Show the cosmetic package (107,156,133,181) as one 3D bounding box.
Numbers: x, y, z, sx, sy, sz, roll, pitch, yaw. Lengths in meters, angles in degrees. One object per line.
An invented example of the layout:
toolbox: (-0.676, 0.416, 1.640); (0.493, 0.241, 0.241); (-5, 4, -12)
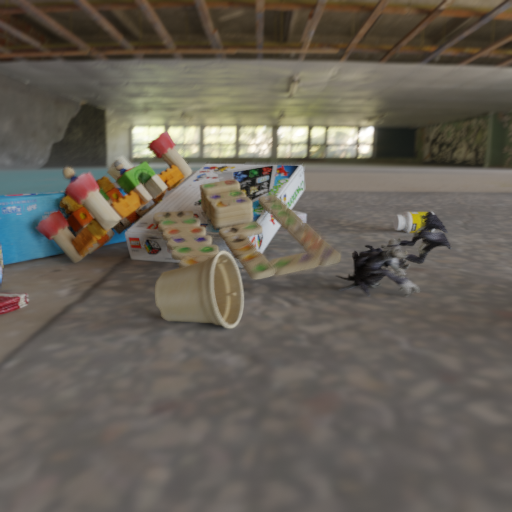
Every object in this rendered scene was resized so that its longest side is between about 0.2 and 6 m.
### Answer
cosmetic package: (-2.875, -1.751, 12.651); (0.326, 0.918, 0.483); (-32, 25, 25)

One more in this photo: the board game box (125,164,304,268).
board game box: (-0.635, -0.979, 11.404); (2.410, 0.661, 3.818); (4, 29, 19)

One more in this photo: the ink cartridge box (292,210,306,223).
ink cartridge box: (0.667, -1.109, 15.478); (0.874, 0.307, 1.465); (-5, 15, -23)

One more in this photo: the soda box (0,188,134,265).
soda box: (-4.027, -0.666, 11.022); (1.108, 1.171, 3.453); (5, 12, 34)

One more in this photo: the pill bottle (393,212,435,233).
pill bottle: (3.803, -0.805, 13.469); (0.913, 0.508, 0.508); (-1, 12, -5)

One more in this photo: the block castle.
block castle: (-2.635, -1.212, 10.354); (1.808, 1.269, 2.706); (-35, 8, 40)

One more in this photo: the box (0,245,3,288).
box: (-4.741, 0.290, 7.240); (2.657, 0.660, 2.637); (-6, 10, -22)

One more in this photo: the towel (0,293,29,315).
towel: (-3.800, 0.708, 6.870); (1.192, 0.188, 1.655); (1, 10, 17)

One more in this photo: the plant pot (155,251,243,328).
plant pot: (-0.709, 0.443, 6.711); (0.836, 0.913, 0.913); (-8, 8, 20)

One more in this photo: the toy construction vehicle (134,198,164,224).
toy construction vehicle: (-2.681, -1.159, 13.393); (0.919, 0.372, 1.055); (-19, 46, 5)

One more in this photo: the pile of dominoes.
pile of dominoes: (-0.324, -0.516, 9.149); (2.350, 0.480, 3.015); (-12, 28, -16)

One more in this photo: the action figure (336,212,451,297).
action figure: (2.003, 0.129, 8.070); (1.657, 0.846, 0.985); (-35, 29, 25)
